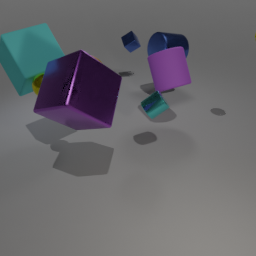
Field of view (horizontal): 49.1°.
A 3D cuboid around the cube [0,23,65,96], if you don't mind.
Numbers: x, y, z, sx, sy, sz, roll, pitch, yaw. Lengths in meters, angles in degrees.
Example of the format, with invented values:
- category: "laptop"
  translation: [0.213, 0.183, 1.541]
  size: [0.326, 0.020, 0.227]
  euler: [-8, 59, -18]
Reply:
- category: "cube"
  translation: [-2.869, -2.027, 8.424]
  size: [1.400, 1.400, 1.400]
  euler: [-30, 0, -31]

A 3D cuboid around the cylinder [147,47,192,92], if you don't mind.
- category: "cylinder"
  translation: [1.582, -2.207, 10.713]
  size: [1.400, 1.400, 1.400]
  euler: [-15, 5, 1]

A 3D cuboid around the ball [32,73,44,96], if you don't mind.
- category: "ball"
  translation: [-2.262, -1.160, 7.658]
  size: [0.700, 0.700, 0.700]
  euler: [0, 31, 0]

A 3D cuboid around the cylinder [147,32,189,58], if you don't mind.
- category: "cylinder"
  translation: [1.851, -3.678, 12.997]
  size: [1.400, 1.400, 1.400]
  euler: [-7, 30, -33]

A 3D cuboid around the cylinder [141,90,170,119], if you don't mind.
- category: "cylinder"
  translation: [0.886, -0.760, 9.173]
  size: [0.700, 0.700, 0.700]
  euler: [-36, 28, 14]

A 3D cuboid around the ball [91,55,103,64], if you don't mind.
- category: "ball"
  translation: [-1.476, -1.893, 9.983]
  size: [1.400, 1.400, 1.400]
  euler: [0, 31, 0]

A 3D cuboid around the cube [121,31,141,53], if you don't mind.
- category: "cube"
  translation: [0.161, -4.646, 15.119]
  size: [0.700, 0.700, 0.700]
  euler: [-27, 65, 22]

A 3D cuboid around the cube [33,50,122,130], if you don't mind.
- category: "cube"
  translation: [-1.214, -0.840, 6.911]
  size: [1.400, 1.400, 1.400]
  euler: [-4, -22, 43]
